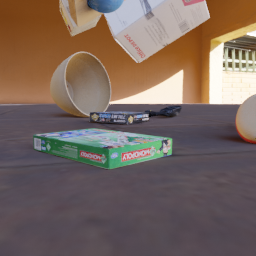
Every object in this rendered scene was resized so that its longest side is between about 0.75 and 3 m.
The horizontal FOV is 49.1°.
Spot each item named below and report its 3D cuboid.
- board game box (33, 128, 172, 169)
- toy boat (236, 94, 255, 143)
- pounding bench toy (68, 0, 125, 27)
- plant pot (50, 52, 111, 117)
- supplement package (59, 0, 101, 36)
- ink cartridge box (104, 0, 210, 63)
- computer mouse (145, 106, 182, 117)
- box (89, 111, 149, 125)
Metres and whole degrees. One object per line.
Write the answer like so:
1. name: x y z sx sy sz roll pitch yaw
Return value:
1. board game box: -0.389 0.217 3.804 1.100 0.238 1.635 -5 8 -45
2. toy boat: 2.529 -0.070 4.664 1.376 0.898 0.899 3 -24 22
3. pounding bench toy: 0.018 -2.656 3.062 2.460 1.919 1.528 -35 -4 -11
4. plant pot: -2.177 -1.619 11.512 1.728 2.575 2.575 -9 0 35
5. supplement package: -0.937 -2.198 5.366 0.558 0.580 1.019 -26 13 -8
6. ink cartridge box: 0.932 -3.630 8.947 2.846 1.178 2.085 -30 -22 16
7. computer mouse: 1.386 -0.581 11.083 1.180 0.387 1.680 2 14 29
8. box: -0.249 -0.337 8.672 1.371 0.341 1.361 4 7 30
